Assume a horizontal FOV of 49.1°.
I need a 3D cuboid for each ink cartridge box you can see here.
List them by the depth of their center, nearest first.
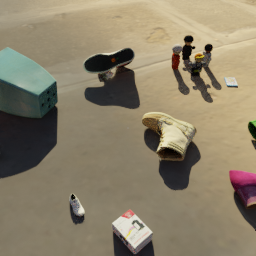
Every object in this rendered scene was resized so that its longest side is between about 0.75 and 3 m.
[{"bbox_3d":[0.130,3.048,8.276,0.736,0.418,1.009,-31,51,-29],"label":"ink cartridge box"}]

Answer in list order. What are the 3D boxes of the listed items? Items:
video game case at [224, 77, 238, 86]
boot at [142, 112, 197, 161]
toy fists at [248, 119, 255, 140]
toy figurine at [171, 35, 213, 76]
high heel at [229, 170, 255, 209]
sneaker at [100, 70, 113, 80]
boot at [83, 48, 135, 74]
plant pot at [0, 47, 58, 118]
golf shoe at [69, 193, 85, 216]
[{"bbox_3d":[5.290,-2.384,14.414,0.543,0.068,0.759,3,43,2],"label":"video game case"},{"bbox_3d":[1.354,0.323,10.968,2.272,0.827,1.766,20,47,16],"label":"boot"},{"bbox_3d":[5.740,0.477,10.804,1.217,0.821,2.387,-14,46,-5],"label":"toy fists"},{"bbox_3d":[3.467,-3.947,15.120,1.986,1.403,2.017,29,50,28],"label":"toy figurine"},{"bbox_3d":[4.906,1.656,9.319,2.857,0.963,1.373,-11,55,-7],"label":"high heel"},{"bbox_3d":[-1.221,-3.024,14.868,0.505,0.444,1.261,-23,55,-24],"label":"sneaker"},{"bbox_3d":[-0.987,-3.458,14.868,2.701,0.978,1.948,-15,7,-1],"label":"boot"},{"bbox_3d":[-4.706,-1.806,12.455,2.912,2.057,2.058,24,47,11],"label":"plant pot"},{"bbox_3d":[-1.661,2.450,8.949,0.319,0.397,0.816,-25,50,-27],"label":"golf shoe"}]
